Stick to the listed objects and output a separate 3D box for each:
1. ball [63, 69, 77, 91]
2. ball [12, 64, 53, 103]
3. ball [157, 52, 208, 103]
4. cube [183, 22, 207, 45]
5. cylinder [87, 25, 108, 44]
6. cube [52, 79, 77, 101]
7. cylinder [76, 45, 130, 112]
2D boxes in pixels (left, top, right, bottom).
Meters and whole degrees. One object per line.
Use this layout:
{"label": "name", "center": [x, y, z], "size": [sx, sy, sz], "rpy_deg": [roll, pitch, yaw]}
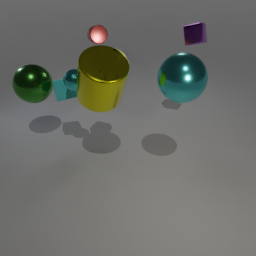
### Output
{"label": "ball", "center": [-1.724, -1.540, 9.002], "size": [0.700, 0.700, 0.700], "rpy_deg": [0, 31, 0]}
{"label": "ball", "center": [-3.444, -1.600, 10.156], "size": [1.400, 1.400, 1.400], "rpy_deg": [0, 31, 0]}
{"label": "ball", "center": [1.520, -1.396, 7.861], "size": [1.400, 1.400, 1.400], "rpy_deg": [0, 31, 0]}
{"label": "cube", "center": [2.511, -3.488, 10.432], "size": [0.700, 0.700, 0.700], "rpy_deg": [-2, 15, 27]}
{"label": "cylinder", "center": [-1.210, -3.671, 11.003], "size": [0.700, 0.700, 0.700], "rpy_deg": [-9, 20, -15]}
{"label": "cube", "center": [-2.218, -1.393, 9.918], "size": [0.700, 0.700, 0.700], "rpy_deg": [-14, 15, -5]}
{"label": "cylinder", "center": [-0.766, -1.396, 8.104], "size": [1.400, 1.400, 1.400], "rpy_deg": [6, 58, -10]}
